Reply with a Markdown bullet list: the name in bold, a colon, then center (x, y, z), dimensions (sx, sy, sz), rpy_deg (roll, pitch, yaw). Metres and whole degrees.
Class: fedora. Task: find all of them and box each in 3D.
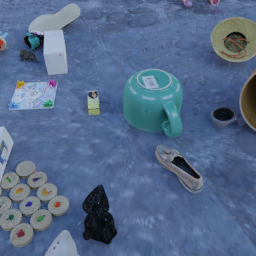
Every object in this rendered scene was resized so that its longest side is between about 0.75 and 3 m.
- **fedora**: center (3.110, -0.331, 9.137), dimensions (0.873, 0.394, 0.772), rpy_deg (-28, 50, -18)

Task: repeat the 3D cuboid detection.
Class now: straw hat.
- **straw hat**: center (4.497, -3.496, 11.856), dimensions (2.190, 0.927, 2.190), rpy_deg (-3, 69, 9)

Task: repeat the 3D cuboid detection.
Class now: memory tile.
- **memory tile**: center (-2.653, 1.819, 7.182), dimensions (1.607, 0.176, 2.097), rpy_deg (-35, 55, -30)

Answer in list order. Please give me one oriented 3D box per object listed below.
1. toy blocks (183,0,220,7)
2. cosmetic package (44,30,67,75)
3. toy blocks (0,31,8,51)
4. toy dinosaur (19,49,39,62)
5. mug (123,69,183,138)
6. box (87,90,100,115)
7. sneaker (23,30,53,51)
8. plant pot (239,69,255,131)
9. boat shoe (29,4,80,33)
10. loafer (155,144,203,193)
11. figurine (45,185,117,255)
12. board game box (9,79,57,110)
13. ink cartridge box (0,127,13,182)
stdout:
- **toy blocks**: center (4.117, -7.665, 15.046), dimensions (2.075, 2.220, 1.869), rpy_deg (-4, 40, -4)
- **cosmetic package**: center (-2.951, -3.115, 11.446), dimensions (0.798, 1.012, 1.881), rpy_deg (-7, 45, -7)
- **toy blocks**: center (-6.285, -3.479, 11.935), dimensions (1.874, 0.817, 2.249), rpy_deg (6, 46, 5)
- **toy dinosaur**: center (-4.216, -3.067, 11.811), dimensions (1.109, 0.427, 0.567), rpy_deg (12, 53, 15)
- **mug**: center (0.967, -0.943, 9.007), dimensions (2.303, 1.424, 1.893), rpy_deg (23, 50, 21)
- **box**: center (-1.209, -0.897, 9.787), dimensions (0.395, 0.263, 1.049), rpy_deg (-6, 47, -6)
- **sneaker**: center (-3.833, -3.854, 12.311), dimensions (1.829, 0.765, 1.104), rpy_deg (7, 41, 18)
- **plant pot**: center (5.037, -1.394, 8.981), dimensions (2.511, 2.511, 2.694), rpy_deg (18, 37, 16)
- **boat shoe**: center (-3.540, -5.106, 13.530), dimensions (2.650, 0.952, 0.789), rpy_deg (-35, 15, -14)
- **loafer**: center (1.422, 0.985, 7.728), dimensions (0.637, 0.557, 1.772), rpy_deg (-26, 51, -23)
- **figurine**: center (-0.937, 2.225, 5.687), dimensions (0.766, 1.736, 1.780), rpy_deg (22, 50, 20)
- **board game box**: center (-3.421, -1.252, 10.182), dimensions (1.514, 0.196, 1.514), rpy_deg (-3, 45, -3)
- **ink cartridge box**: center (-4.018, 0.819, 7.668), dimensions (1.209, 0.728, 1.664), rpy_deg (-7, 41, 3)
